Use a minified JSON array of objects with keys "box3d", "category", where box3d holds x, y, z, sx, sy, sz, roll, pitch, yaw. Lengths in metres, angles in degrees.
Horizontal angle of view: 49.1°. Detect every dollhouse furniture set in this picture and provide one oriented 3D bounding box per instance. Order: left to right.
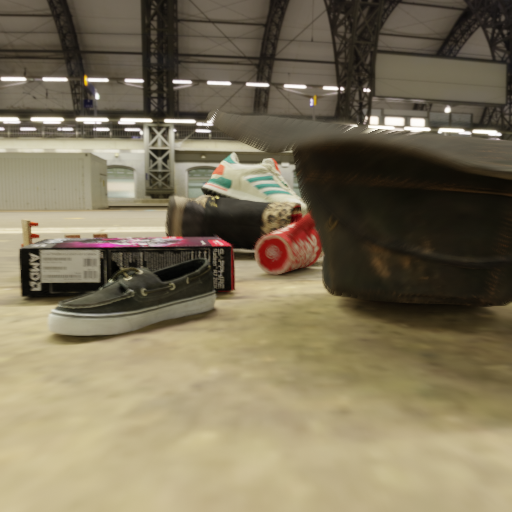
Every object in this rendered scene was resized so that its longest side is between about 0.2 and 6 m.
[{"box3d":[-2.285,-0.127,7.291,1.369,0.713,1.384,-4,7,-32],"category":"dollhouse furniture set"}]

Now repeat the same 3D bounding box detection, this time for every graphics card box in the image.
[{"box3d":[-1.350,0.085,6.131,2.110,0.537,1.324,-2,6,-9],"category":"graphics card box"}]

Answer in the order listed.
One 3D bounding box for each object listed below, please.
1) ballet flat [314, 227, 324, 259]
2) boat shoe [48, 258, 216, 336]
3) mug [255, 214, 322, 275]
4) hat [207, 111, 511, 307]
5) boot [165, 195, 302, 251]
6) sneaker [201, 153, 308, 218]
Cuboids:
[{"box3d":[0.948,-0.242,8.595,0.596,0.503,1.575,24,46,22],"category":"ballet flat"},{"box3d":[-0.931,0.296,4.450,0.541,0.446,1.576,4,7,37],"category":"boat shoe"},{"box3d":[0.424,-0.184,7.442,0.640,0.852,0.960,12,14,25],"category":"mug"},{"box3d":[1.367,-0.343,5.095,3.954,1.595,3.954,5,14,-1],"category":"hat"},{"box3d":[-0.223,-0.593,10.339,2.152,1.046,2.858,5,1,13],"category":"boot"},{"box3d":[0.405,-1.447,12.423,3.187,1.490,1.122,21,-19,22],"category":"sneaker"}]
